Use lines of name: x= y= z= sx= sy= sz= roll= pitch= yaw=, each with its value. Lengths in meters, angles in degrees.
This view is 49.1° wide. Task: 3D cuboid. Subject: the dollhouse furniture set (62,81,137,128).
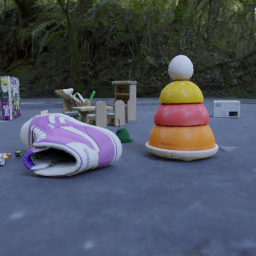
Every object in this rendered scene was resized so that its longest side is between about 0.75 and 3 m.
dollhouse furniture set: x=-1.066 y=-1.151 z=12.448 sx=2.885 sy=1.877 sz=2.650 roll=-7 pitch=10 yaw=-40

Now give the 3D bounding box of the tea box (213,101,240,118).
tea box: x=5.339 y=-1.047 z=15.308 sx=1.326 sy=0.886 sz=1.305 roll=2 pitch=7 yaw=13

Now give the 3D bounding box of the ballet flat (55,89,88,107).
ballet flat: x=-2.459 y=-1.371 z=12.470 sx=1.637 sy=0.592 sz=0.555 roll=35 pitch=17 yaw=3

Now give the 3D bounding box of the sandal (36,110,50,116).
sandal: x=-4.333 y=-0.792 z=15.349 sx=1.318 sy=0.378 sz=0.505 roll=-2 pitch=8 yaw=-15

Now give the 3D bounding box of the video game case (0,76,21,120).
video game case: x=-6.090 y=-1.577 z=14.604 sx=0.424 sy=2.147 sz=2.368 roll=-1 pitch=7 yaw=-9

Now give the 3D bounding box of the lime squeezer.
lime squeezer: x=-2.720 y=-1.008 z=15.589 sx=2.583 sy=0.912 sz=0.487 roll=-29 pitch=19 yaw=16

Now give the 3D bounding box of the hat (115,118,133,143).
hat: x=-0.170 y=0.026 z=8.077 sx=0.685 sy=0.728 sz=0.827 roll=-4 pitch=9 yaw=-26

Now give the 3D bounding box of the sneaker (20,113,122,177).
sneaker: x=-1.625 y=0.281 z=5.505 sx=2.688 sy=0.974 sz=1.532 roll=5 pitch=13 yaw=35

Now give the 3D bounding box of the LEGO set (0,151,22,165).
LEGO set: x=-2.882 y=0.569 z=5.822 sx=1.211 sy=0.297 sz=0.904 roll=-1 pitch=11 yaw=-8

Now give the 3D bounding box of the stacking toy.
stacking toy: x=1.228 y=-0.491 z=6.296 sx=1.633 sy=2.234 sz=1.633 roll=1 pitch=8 yaw=0
